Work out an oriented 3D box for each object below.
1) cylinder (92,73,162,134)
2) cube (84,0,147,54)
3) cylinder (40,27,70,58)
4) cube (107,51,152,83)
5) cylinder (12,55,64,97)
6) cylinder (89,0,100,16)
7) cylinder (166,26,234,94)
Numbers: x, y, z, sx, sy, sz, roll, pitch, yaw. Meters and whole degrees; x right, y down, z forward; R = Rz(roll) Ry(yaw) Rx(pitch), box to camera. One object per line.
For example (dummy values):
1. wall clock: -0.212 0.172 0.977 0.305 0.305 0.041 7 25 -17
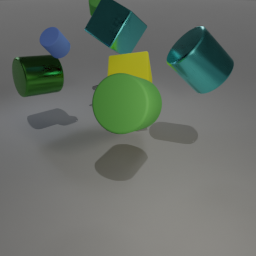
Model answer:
1. cylinder: 0.024 -0.603 7.018 1.400 1.400 1.400 10 8 18
2. cube: -0.423 -3.654 10.235 1.400 1.400 1.400 40 15 23
3. cylinder: -2.274 -2.659 8.765 0.700 0.700 0.700 13 -13 22
4. cube: 0.112 -1.658 9.948 1.400 1.400 1.400 -5 58 9
5. cylinder: -3.270 -1.907 10.177 1.400 1.400 1.400 -16 32 -36
6. cylinder: -1.267 -5.067 11.682 0.700 0.700 0.700 1 71 -3
7. cylinder: 2.087 -1.955 8.170 1.400 1.400 1.400 38 17 -24
